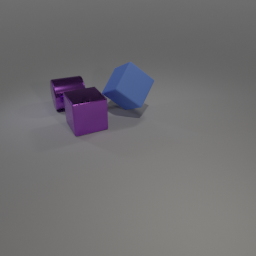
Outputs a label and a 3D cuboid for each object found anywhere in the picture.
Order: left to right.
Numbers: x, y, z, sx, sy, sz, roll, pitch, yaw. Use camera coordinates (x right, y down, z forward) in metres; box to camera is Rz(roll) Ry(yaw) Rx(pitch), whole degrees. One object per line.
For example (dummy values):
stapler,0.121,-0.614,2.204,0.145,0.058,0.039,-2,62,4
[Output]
cylinder,-2.767,-1.631,12.959,1.400,1.400,1.400,-12,32,-19
cube,-1.721,-0.703,11.386,1.400,1.400,1.400,-14,33,-22
cube,-0.008,-1.772,12.110,1.400,1.400,1.400,-1,59,60
